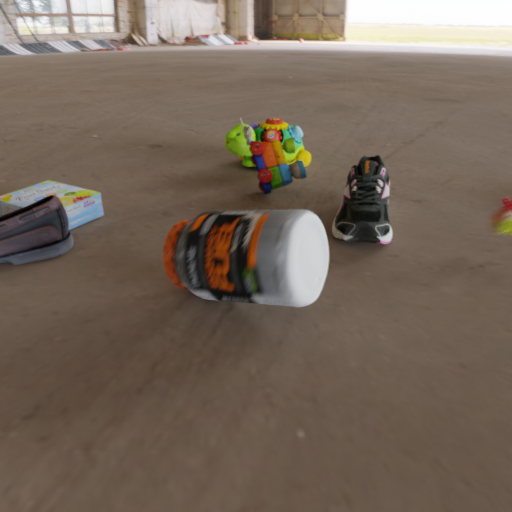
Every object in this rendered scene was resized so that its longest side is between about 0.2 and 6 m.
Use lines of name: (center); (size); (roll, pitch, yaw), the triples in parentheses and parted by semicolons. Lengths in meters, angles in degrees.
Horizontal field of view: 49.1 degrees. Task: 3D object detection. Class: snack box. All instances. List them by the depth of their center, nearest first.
snack box: (-4.487, -1.060, 12.140); (1.758, 0.595, 1.482); (13, 29, 29)

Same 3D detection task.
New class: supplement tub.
supplement tub: (-0.192, 0.009, 8.659); (2.339, 1.433, 1.433); (1, 23, 31)

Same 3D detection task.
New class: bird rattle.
bird rattle: (4.696, -0.737, 10.653); (0.412, 0.731, 0.596); (0, -15, -20)

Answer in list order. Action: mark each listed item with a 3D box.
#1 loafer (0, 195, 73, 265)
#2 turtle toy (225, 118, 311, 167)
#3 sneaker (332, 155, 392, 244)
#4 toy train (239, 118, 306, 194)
loafer: (-5.137, -0.336, 10.023); (3.503, 1.103, 1.259); (-14, 29, -26)
turtle toy: (0.265, -3.164, 15.720); (2.548, 1.288, 1.857); (-17, 30, -31)
sneaker: (2.242, -1.289, 11.772); (1.237, 1.329, 3.079); (2, 26, 7)
toy train: (0.414, -2.640, 13.689); (1.189, 2.056, 0.870); (-16, -11, -1)
